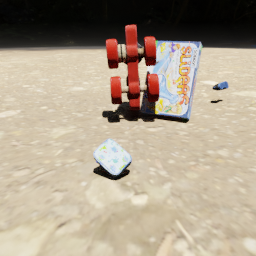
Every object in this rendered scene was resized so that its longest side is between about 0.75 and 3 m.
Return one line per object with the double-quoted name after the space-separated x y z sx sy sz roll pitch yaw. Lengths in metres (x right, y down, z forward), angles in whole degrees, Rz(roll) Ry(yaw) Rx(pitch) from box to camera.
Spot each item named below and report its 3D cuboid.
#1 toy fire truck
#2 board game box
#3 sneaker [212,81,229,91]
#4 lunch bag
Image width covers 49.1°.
0.134 -1.992 9.813 1.582 2.822 2.370 -5 9 -1 "toy fire truck"
1.489 -1.689 9.756 1.745 2.578 0.444 9 -1 24 "board game box"
3.879 -1.750 11.729 0.381 0.343 0.979 -11 1 43 "sneaker"
-0.342 0.647 6.023 0.751 0.310 0.604 40 71 15 "lunch bag"
